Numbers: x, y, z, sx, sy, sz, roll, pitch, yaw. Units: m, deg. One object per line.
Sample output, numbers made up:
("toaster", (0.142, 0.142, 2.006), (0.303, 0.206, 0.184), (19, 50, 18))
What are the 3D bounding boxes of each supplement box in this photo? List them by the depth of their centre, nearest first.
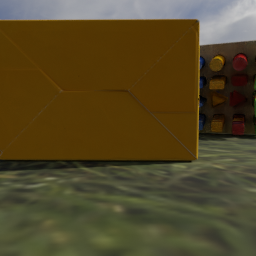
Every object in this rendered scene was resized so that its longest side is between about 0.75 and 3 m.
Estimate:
("supplement box", (-0.439, -0.606, 5.298), (2.906, 1.956, 2.947), (0, 4, 1))

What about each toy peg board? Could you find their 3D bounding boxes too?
("toy peg board", (2.763, -0.959, 7.742), (2.656, 2.667, 1.304), (1, 19, 22))
